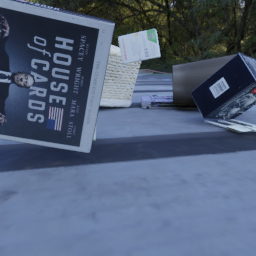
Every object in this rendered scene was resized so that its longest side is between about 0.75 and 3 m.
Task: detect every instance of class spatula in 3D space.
[{"bbox_3d":[2.836,-0.090,7.348,1.144,0.132,1.645,-5,14,-20],"label":"spatula"}]

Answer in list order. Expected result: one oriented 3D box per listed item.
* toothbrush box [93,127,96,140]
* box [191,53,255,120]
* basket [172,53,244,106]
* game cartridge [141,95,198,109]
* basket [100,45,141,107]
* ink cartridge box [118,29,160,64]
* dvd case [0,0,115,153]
[{"bbox_3d":[-1.323,-0.032,6.070,0.836,0.494,1.148,-3,11,-37],"label":"toothbrush box"},{"bbox_3d":[2.788,-0.986,7.250,1.479,0.846,1.625,-1,-29,-40],"label":"box"},{"bbox_3d":[2.686,-1.525,9.538,2.314,2.086,1.573,0,-23,9],"label":"basket"},{"bbox_3d":[1.695,-1.031,10.888,2.386,0.458,1.547,0,17,0],"label":"game cartridge"},{"bbox_3d":[-1.255,-2.087,10.180,2.485,1.999,2.463,-4,28,-46],"label":"basket"},{"bbox_3d":[0.289,-2.021,6.986,0.934,0.678,0.409,-8,13,13],"label":"ink cartridge box"},{"bbox_3d":[-1.696,-0.752,3.957,2.696,2.026,0.333,10,25,-8],"label":"dvd case"}]
